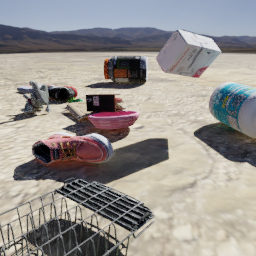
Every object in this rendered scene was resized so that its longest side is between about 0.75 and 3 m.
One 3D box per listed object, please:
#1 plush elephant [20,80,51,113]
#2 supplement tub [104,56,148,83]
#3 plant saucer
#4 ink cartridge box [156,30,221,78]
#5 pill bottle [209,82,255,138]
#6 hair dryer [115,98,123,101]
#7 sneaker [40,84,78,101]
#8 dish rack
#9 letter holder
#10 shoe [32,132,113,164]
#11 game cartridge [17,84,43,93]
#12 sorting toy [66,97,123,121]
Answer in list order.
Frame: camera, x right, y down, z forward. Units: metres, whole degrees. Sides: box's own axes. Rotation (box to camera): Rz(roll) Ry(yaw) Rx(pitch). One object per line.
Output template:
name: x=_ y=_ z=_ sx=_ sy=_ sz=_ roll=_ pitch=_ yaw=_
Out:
plush elephant: x=-3.651 y=-1.064 z=10.931 sx=1.019 sy=1.316 sz=1.084 roll=-19 pitch=2 yaw=13
supplement tub: x=-0.110 y=-3.647 z=17.424 sx=2.655 sy=1.627 sz=1.627 roll=3 pitch=19 yaw=6
plant saucer: x=-0.441 y=-0.270 z=9.060 sx=1.649 sy=0.418 sz=1.649 roll=-3 pitch=10 yaw=1
ink cartridge box: x=1.868 y=-2.241 z=8.692 sx=1.631 sy=1.195 sz=0.675 roll=-2 pitch=54 yaw=-37
pill bottle: x=3.696 y=-0.549 z=8.602 sx=1.400 sy=1.400 sz=2.527 roll=-5 pitch=19 yaw=-15
hair dryer: x=-0.697 y=-1.265 z=12.548 sx=0.926 sy=0.251 sz=0.705 roll=-2 pitch=18 yaw=-10
sneaker: x=-3.328 y=-1.627 z=12.956 sx=1.863 sy=0.659 sz=0.910 roll=5 pitch=17 yaw=11
dish rack: x=-0.918 y=1.506 z=3.799 sx=1.917 sy=0.682 sz=2.500 roll=16 pitch=23 yaw=36
letter holder: x=-0.746 y=-0.912 z=9.876 sx=1.207 sy=0.607 sz=0.858 roll=4 pitch=12 yaw=30
shoe: x=-1.350 y=0.549 z=6.573 sx=1.987 sy=0.710 sz=0.904 roll=7 pitch=21 yaw=35
game cartridge: x=-5.079 y=-2.134 z=15.112 sx=0.973 sy=0.299 sz=1.462 roll=17 pitch=25 yaw=31
sorting toy: x=-1.493 y=-0.846 z=11.132 sx=1.797 sy=0.358 sz=2.432 roll=-15 pitch=27 yaw=-25
